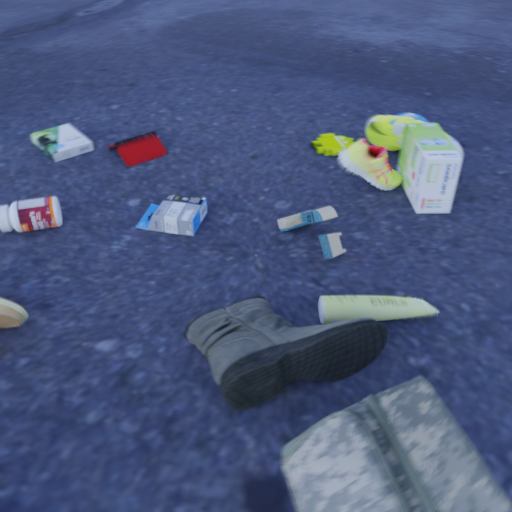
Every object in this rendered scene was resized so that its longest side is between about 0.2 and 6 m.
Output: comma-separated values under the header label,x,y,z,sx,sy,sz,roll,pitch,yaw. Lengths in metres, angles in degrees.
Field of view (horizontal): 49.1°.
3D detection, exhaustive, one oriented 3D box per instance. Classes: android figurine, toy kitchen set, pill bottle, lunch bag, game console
label,x,y,z,sx,sy,sz,roll,pitch,yaw
android figurine,1.877,-2.681,13.509,1.052,0.216,0.958,-9,38,-8
toy kitchen set,1.016,-0.369,10.424,0.673,0.916,1.143,-17,4,-21
pill bottle,-4.331,-0.776,10.730,1.081,0.592,0.592,-10,39,-12
lunch bag,1.393,2.629,5.652,1.900,1.579,2.265,-22,39,-1
game console,-2.841,-2.517,13.383,1.078,0.640,0.929,-24,13,-29

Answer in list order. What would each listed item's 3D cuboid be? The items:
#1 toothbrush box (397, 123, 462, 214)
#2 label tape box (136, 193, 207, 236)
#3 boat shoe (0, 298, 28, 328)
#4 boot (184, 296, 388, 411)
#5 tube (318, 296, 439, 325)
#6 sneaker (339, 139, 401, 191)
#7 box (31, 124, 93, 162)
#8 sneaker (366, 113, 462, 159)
label,x,y,z,sx,sy,sz,roll,pitch,yaw
toothbrush box,3.527,-1.836,11.570,0.734,1.241,1.704,-2,38,-2
label tape box,-1.664,-0.843,10.982,1.203,0.398,0.862,10,39,10
boat shoe,-4.392,0.982,8.517,1.758,0.650,0.583,1,51,4
boot,0.404,1.072,8.177,2.677,0.906,1.749,-13,34,-19
tube,1.886,0.811,8.813,1.776,0.461,0.515,-1,53,-4
sneaker,2.538,-1.915,11.690,1.616,0.730,0.632,20,42,-31
box,-4.706,-2.756,13.568,0.988,0.249,1.370,-26,44,-30
sneaker,3.903,-2.847,13.095,1.359,0.980,2.587,-27,44,-31
